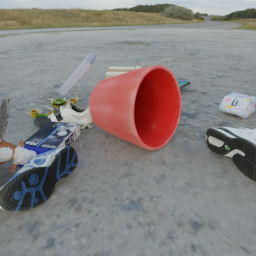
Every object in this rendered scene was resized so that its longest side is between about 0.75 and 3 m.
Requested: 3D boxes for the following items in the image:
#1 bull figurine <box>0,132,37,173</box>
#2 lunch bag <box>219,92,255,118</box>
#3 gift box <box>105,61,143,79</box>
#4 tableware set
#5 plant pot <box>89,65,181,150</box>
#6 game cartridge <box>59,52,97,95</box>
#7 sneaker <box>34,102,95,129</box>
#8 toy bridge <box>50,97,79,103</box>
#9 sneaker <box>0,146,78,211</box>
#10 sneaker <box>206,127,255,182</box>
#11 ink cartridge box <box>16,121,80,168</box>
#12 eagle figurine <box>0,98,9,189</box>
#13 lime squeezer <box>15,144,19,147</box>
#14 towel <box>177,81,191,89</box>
[{"bbox_3d":[-4.193,0.787,7.998,2.934,0.956,1.781,-11,15,-22],"label":"bull figurine"},{"bbox_3d":[4.810,-1.002,12.249,1.149,0.861,1.355,23,39,39],"label":"lunch bag"},{"bbox_3d":[-0.036,-2.023,13.106,1.905,2.040,1.883,3,30,3],"label":"gift box"},{"bbox_3d":[-3.299,-0.897,12.423,2.204,0.338,1.485,-25,38,-37],"label":"tableware set"},{"bbox_3d":[0.127,-0.767,9.913,2.453,2.772,2.772,8,25,41],"label":"plant pot"},{"bbox_3d":[-1.943,-2.073,10.802,0.375,1.834,1.221,42,30,-13],"label":"game cartridge"},{"bbox_3d":[-2.531,-0.548,11.061,2.401,1.062,0.889,-3,27,-2],"label":"sneaker"},{"bbox_3d":[-3.108,-1.328,13.693,1.384,0.188,0.465,-4,27,-9],"label":"toy bridge"},{"bbox_3d":[-2.422,1.328,7.443,0.987,0.970,2.562,-6,17,32],"label":"sneaker"},{"bbox_3d":[3.929,0.562,8.587,1.695,1.112,2.946,-12,25,-19],"label":"sneaker"},{"bbox_3d":[-2.670,0.509,9.464,1.273,0.502,2.559,6,27,10],"label":"ink cartridge box"},{"bbox_3d":[-3.695,0.539,6.569,2.032,2.678,2.021,-12,41,-24],"label":"eagle figurine"},{"bbox_3d":[-3.935,0.686,9.489,1.187,0.224,0.419,-11,-3,-19],"label":"lime squeezer"},{"bbox_3d":[2.150,-2.351,15.508,2.215,0.240,1.624,6,23,36],"label":"towel"}]
